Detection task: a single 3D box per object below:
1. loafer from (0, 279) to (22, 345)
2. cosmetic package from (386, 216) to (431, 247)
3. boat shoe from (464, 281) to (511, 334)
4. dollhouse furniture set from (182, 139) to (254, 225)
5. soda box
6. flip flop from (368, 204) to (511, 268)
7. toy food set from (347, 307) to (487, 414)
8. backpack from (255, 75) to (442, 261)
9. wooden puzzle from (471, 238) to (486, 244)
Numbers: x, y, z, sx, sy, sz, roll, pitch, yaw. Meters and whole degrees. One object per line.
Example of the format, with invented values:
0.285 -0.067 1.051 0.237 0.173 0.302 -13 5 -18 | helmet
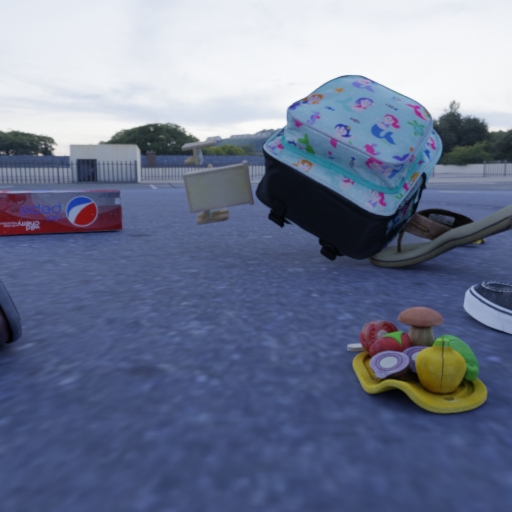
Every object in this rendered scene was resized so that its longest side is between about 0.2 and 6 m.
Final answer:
-3.063 0.532 5.552 0.848 0.967 2.691 -30 18 -32 | loafer
3.114 -0.519 12.156 1.862 0.840 0.994 -6 10 -18 | cosmetic package
3.150 0.444 5.609 0.897 0.848 2.501 -4 9 -22 | boat shoe
-0.787 -1.573 11.930 1.288 1.700 1.939 -10 16 0 | dollhouse furniture set
-5.408 -1.218 15.375 3.313 1.160 1.050 -3 9 -20 | soda box
3.125 -0.461 9.475 1.177 0.836 2.904 -19 -4 -39 | flip flop
1.298 0.747 4.696 0.951 0.528 1.616 0 9 -2 | toy food set
1.915 -1.886 10.648 2.938 2.492 3.310 32 44 19 | backpack
4.654 -0.541 13.932 1.956 0.339 2.900 8 11 20 | wooden puzzle
